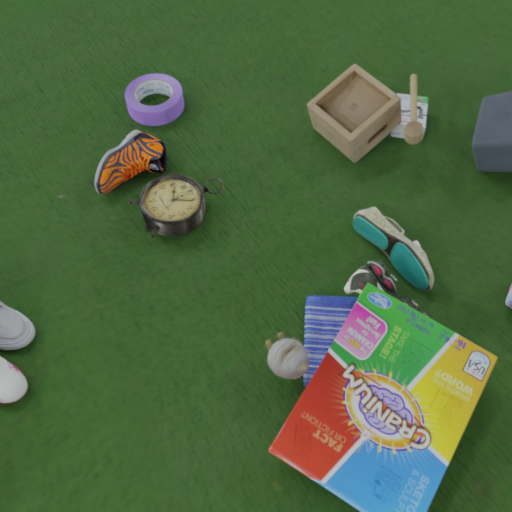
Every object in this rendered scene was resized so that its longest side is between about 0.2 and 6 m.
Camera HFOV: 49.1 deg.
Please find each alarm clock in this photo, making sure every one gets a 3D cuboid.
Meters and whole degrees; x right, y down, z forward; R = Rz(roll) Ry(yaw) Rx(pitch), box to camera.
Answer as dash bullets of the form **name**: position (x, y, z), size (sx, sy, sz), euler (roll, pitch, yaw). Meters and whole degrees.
- **alarm clock**: position (-1.485, -1.072, 11.202), size (1.864, 0.621, 1.257), euler (-28, 61, -15)

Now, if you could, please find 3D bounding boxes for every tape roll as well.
- **tape roll**: position (-2.345, -3.619, 12.955), size (1.310, 0.430, 1.310), euler (0, 57, 1)

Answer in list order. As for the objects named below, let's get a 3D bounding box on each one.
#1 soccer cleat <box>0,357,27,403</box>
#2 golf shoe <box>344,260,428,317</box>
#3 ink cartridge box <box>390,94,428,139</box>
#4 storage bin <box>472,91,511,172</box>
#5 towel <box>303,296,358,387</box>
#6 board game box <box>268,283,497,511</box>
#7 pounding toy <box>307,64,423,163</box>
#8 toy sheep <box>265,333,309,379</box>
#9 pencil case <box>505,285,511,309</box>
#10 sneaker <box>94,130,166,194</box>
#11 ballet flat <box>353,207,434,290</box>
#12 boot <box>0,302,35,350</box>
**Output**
- **soccer cleat**: position (-4.686, 1.766, 9.233), size (1.961, 0.847, 0.685), euler (26, 61, 15)
- **golf shoe**: position (2.382, 0.975, 9.829), size (0.833, 0.730, 1.892), euler (-39, 78, -2)
- **ink cartridge box**: position (3.461, -3.137, 12.638), size (0.726, 0.418, 0.994), euler (9, 59, 8)
- **storage bin**: position (5.461, -2.584, 11.857), size (1.371, 1.486, 2.042), euler (2, 53, 35)
- **towel**: position (1.472, 1.479, 9.796), size (1.261, 0.208, 1.741), euler (3, 57, 2)
- **board game box**: position (1.966, 2.281, 8.606), size (2.336, 0.616, 3.053), euler (30, 69, 11)
- **pounding toy**: position (2.631, -2.956, 11.963), size (2.001, 1.042, 2.277), euler (-41, 64, -3)
- **toy sheep**: position (0.517, 1.646, 9.007), size (0.695, 0.695, 1.008), euler (-27, 22, -16)
- **pencil case**: position (5.519, 0.954, 9.706), size (2.202, 0.915, 0.999), euler (30, 69, 18)
- **sneaker**: position (-2.520, -1.895, 11.682), size (1.019, 0.706, 1.820), euler (22, 60, 15)
- **ballet flat**: position (2.727, -0.238, 10.646), size (0.651, 0.704, 2.087), euler (-27, 61, -27)
- **boot**: position (-4.889, 0.907, 9.693), size (2.088, 0.998, 0.768), euler (20, 59, 12)
